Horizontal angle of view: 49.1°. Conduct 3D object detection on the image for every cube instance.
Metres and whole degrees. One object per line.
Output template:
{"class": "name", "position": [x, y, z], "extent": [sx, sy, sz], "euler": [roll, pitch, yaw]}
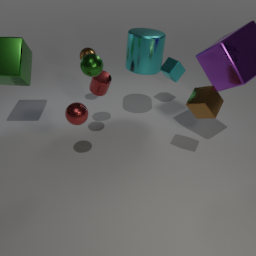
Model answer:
{"class": "cube", "position": [-4.401, -2.400, 10.218], "extent": [1.400, 1.400, 1.400], "euler": [2, -6, -5]}
{"class": "cube", "position": [3.267, -2.149, 8.648], "extent": [1.400, 1.400, 1.400], "euler": [-35, 8, -15]}
{"class": "cube", "position": [1.954, -2.552, 12.273], "extent": [0.700, 0.700, 0.700], "euler": [-52, 47, 2]}
{"class": "cube", "position": [2.307, -0.761, 8.408], "extent": [0.700, 0.700, 0.700], "euler": [1, 53, 52]}

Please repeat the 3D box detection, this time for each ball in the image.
{"class": "ball", "position": [-1.659, -2.984, 11.640], "extent": [0.700, 0.700, 0.700], "euler": [0, 32, 0]}
{"class": "ball", "position": [-1.554, -0.431, 8.515], "extent": [0.700, 0.700, 0.700], "euler": [0, 32, 0]}
{"class": "ball", "position": [-1.101, -1.904, 8.512], "extent": [0.700, 0.700, 0.700], "euler": [0, 32, 0]}

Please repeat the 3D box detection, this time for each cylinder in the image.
{"class": "cylinder", "position": [-1.028, -1.662, 10.392], "extent": [0.700, 0.700, 0.700], "euler": [10, 54, -15]}
{"class": "cylinder", "position": [0.637, -2.903, 10.563], "extent": [1.400, 1.400, 1.400], "euler": [4, 32, -3]}
